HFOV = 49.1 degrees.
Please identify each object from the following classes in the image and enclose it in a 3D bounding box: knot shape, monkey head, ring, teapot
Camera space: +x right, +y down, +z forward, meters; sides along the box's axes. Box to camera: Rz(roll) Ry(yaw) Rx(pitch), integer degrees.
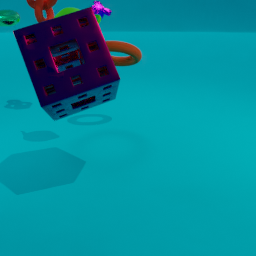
[{"bbox_3d":[-2.605,-1.794,4.874,1.147,0.566,1.225,-26,-5,35],"label":"knot shape"},{"bbox_3d":[-1.023,-4.073,10.026,0.824,0.690,1.145,20,61,-4],"label":"monkey head"},{"bbox_3d":[-0.316,-2.071,7.891,1.421,0.284,1.421,5,-6,1],"label":"ring"},{"bbox_3d":[-2.617,-3.861,8.547,0.720,1.458,1.558,-16,24,-24],"label":"knot shape"},{"bbox_3d":[-1.260,-2.230,6.138,1.443,0.706,0.897,-5,-23,18],"label":"teapot"}]

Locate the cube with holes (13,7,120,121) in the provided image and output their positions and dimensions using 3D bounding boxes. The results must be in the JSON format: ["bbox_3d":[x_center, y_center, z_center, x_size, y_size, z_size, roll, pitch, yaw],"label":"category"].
[{"bbox_3d":[-0.976,-1.004,4.797,1.245,1.245,1.245,-21,-5,-9],"label":"cube with holes"}]
